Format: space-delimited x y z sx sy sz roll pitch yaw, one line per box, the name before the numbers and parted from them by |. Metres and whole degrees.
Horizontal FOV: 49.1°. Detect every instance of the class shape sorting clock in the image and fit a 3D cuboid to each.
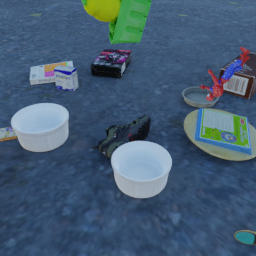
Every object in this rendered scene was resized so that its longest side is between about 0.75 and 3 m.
shape sorting clock | 3.096 0.157 9.205 2.557 0.502 2.557 3 37 -2

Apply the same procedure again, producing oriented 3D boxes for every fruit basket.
fruit basket | -0.515 -4.619 10.688 2.735 2.735 1.973 -4 31 -6

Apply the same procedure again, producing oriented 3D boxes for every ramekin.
ramekin | -2.789 -0.010 9.145 1.775 0.865 1.775 0 34 0
ramekin | 0.358 1.128 7.587 1.596 0.778 1.596 -1 35 0

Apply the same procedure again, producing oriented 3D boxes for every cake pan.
cake pan | 2.947 -1.254 11.453 1.464 0.269 1.464 0 35 0

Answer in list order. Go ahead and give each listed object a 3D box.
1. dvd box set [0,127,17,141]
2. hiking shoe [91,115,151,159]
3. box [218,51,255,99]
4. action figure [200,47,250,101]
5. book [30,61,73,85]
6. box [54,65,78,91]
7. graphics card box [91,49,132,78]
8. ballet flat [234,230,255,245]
dvd box set | -4.199 0.211 9.479 0.849 0.125 0.621 -11 36 -16
hiking shoe | -0.136 0.116 8.972 1.132 0.852 2.249 25 43 26
box | 5.338 -2.463 12.503 1.479 1.107 2.954 24 40 31
action figure | 2.862 -1.698 8.733 0.927 0.611 1.873 33 86 30
book | -3.566 -2.591 13.244 1.999 0.480 1.335 -8 38 -10
box | -2.681 -2.156 12.153 0.871 0.947 0.497 11 36 15
graphics card box | -0.786 -3.291 14.087 1.509 0.612 2.406 8 37 11
ballet flat | 2.806 2.433 6.223 0.890 0.306 0.281 9 8 9
